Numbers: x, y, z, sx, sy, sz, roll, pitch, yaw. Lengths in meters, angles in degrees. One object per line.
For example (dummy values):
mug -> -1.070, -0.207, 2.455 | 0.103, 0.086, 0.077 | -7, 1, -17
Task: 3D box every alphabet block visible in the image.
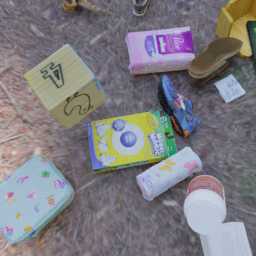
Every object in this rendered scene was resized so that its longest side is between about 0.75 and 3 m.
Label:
alphabet block -> -1.476, -0.997, 6.909 | 1.306, 1.276, 1.283 | -38, 66, -3

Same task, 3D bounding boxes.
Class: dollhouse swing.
dollhouse swing -> 4.063, -3.472, 9.364 | 1.595, 1.450, 1.402 | -32, 64, -11

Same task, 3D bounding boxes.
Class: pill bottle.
pill bottle -> 1.198, 1.178, 4.366 | 0.617, 1.099, 0.617 | 2, 98, 17

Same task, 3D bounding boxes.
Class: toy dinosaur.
toy dinosaur -> -1.750, -4.570, 10.018 | 2.193, 0.663, 1.165 | 43, 75, 13

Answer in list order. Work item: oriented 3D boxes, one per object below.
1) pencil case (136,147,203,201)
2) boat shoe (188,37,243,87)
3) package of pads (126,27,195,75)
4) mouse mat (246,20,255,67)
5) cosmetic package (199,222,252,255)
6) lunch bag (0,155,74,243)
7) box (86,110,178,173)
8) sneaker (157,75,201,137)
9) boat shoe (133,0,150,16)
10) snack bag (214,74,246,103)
pencil case -> 1.173, 1.297, 7.980 | 1.890, 0.857, 0.786 | -28, 47, -10
boat shoe -> 2.811, -2.128, 9.108 | 0.885, 0.883, 2.454 | 35, 61, 28
package of pads -> 1.047, -2.521, 9.235 | 2.178, 0.824, 1.312 | -6, 74, -2
mouse mat -> 5.013, -2.786, 9.592 | 1.690, 0.079, 2.100 | -4, 74, -6
cosmetic package -> 2.513, 2.986, 7.375 | 1.007, 0.843, 0.838 | -9, 73, -2
lunch bag -> -2.680, 1.985, 7.721 | 2.160, 0.833, 1.732 | -41, 79, -12
box -> 0.141, 0.381, 8.385 | 2.563, 0.620, 1.504 | -10, 72, -5
sneaker -> 1.555, -0.739, 8.757 | 0.807, 0.775, 2.057 | -22, 82, -15
boat shoe -> 0.565, -4.903, 10.201 | 0.603, 0.499, 1.677 | 15, 72, 5
snack bag -> 3.328, -1.298, 9.215 | 0.771, 0.087, 0.817 | -28, 74, -10
